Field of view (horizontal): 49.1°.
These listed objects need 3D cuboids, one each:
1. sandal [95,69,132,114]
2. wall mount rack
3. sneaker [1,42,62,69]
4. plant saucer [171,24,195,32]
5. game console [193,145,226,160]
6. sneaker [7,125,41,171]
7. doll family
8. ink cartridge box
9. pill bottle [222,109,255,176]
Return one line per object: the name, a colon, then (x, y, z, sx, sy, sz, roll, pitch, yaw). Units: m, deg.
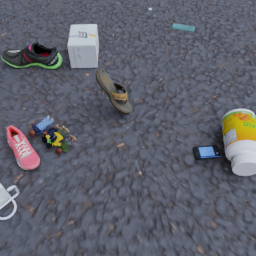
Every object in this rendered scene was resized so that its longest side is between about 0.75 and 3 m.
sandal: (-0.385, -1.329, 10.084, 0.559, 2.049, 0.837, -21, 30, 27)
wall mount rack: (-4.360, 2.033, 8.316, 2.037, 0.759, 1.770, 36, 60, 26)
sneaker: (-4.230, -3.279, 12.289, 2.653, 1.111, 1.018, 1, 52, 1)
plant saucer: (2.850, -5.196, 14.459, 1.161, 0.110, 0.406, 12, 53, 8)
game console: (2.728, 0.806, 9.447, 0.872, 0.507, 0.767, -4, 52, -4)
sneaker: (-3.607, 0.654, 9.363, 0.701, 0.825, 1.901, -33, 59, -23)
doll family: (-2.707, 0.270, 9.824, 1.728, 0.678, 0.999, 30, 61, 27)
ink cartridge box: (-1.952, -3.642, 12.506, 1.212, 1.217, 1.676, -1, 52, -1)
pill bottle: (3.793, 0.473, 9.300, 1.147, 1.147, 2.066, 5, 52, 4)
